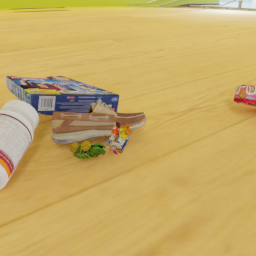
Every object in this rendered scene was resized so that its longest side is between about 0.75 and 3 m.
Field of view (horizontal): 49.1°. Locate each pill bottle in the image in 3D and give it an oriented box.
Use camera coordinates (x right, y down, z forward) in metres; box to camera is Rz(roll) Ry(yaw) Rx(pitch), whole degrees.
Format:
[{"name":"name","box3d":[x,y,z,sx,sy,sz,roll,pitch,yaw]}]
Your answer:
[{"name":"pill bottle","box3d":[-2.821,0.307,6.285,1.106,1.106,2.019,4,40,7]}]

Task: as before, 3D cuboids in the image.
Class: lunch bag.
[{"name":"lunch bag","box3d":[4.447,-1.004,8.971,1.746,0.715,1.538,8,6,0]}]

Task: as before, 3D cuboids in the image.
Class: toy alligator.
[{"name":"toy alligator","box3d":[-0.862,0.549,6.573,1.434,0.475,0.345,-8,55,34]}]

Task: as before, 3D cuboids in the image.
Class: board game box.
[{"name":"board game box","box3d":[-2.231,-1.030,8.886,2.806,0.866,2.805,-4,21,-38]}]

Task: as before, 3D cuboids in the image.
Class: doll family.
[{"name":"doll family","box3d":[-0.113,0.252,6.834,0.466,1.034,0.642,17,67,16]}]

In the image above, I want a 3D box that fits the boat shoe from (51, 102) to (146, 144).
[{"name":"boat shoe","box3d":[-0.743,-0.238,7.538,2.661,0.955,1.008,-10,4,-23]}]
